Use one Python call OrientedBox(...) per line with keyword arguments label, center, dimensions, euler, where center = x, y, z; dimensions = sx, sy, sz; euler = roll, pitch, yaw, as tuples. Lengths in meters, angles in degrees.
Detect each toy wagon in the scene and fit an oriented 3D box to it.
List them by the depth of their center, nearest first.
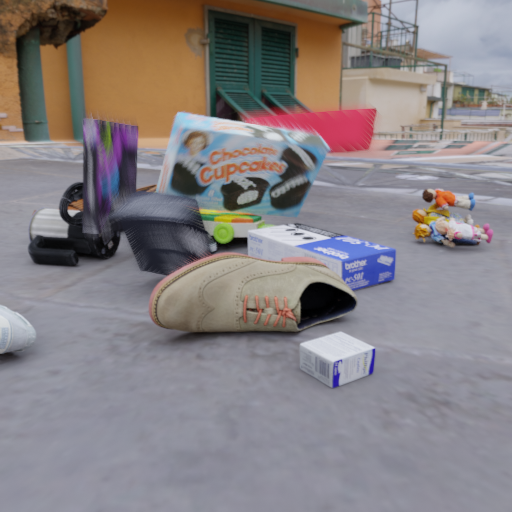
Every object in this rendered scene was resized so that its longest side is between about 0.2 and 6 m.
OrientedBox(label="toy wagon", center=(-0.565, -0.648, 12.065), dimensions=(2.560, 0.507, 1.987), euler=(5, 10, 13))

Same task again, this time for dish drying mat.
OrientedBox(label="dish drying mat", center=(1.159, -2.925, 13.519), dimensions=(3.354, 0.305, 1.288), euler=(2, 57, 26))

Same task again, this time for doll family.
OrientedBox(label="doll family", center=(4.083, -0.644, 12.123), dimensions=(1.356, 0.984, 2.184), euler=(7, 33, 0))

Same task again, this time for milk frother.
OrientedBox(label="milk frother", center=(-3.600, -0.689, 10.607), dimensions=(1.492, 1.587, 1.432), euler=(4, 20, 17))

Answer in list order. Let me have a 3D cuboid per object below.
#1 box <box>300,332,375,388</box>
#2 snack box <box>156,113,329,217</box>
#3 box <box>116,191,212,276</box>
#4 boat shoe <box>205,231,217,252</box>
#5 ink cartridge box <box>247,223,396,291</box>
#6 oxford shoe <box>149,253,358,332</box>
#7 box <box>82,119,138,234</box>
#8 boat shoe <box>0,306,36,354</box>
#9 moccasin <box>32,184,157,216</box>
OrientedBox(label="box", center=(0.896, 1.141, 6.209), dimensions=(0.628, 0.329, 0.578), euler=(-11, 18, -32))
OrientedBox(label="snack box", center=(-0.277, -1.764, 11.448), dimensions=(3.187, 1.851, 0.591), euler=(2, 41, -26))
OrientedBox(label="box", center=(-1.410, -0.317, 8.821), dimensions=(1.112, 1.221, 0.636), euler=(10, 44, 26))
OrientedBox(label="boat shoe", center=(-1.061, -0.297, 11.014), dimensions=(0.528, 0.436, 1.539), euler=(-1, 6, -1))
OrientedBox(label="ink cartridge box", center=(1.081, -0.039, 10.048), dimensions=(1.251, 0.588, 2.661), euler=(-11, 19, -33))
OrientedBox(label="oxford shoe", center=(0.053, 0.528, 7.253), dimensions=(2.815, 0.992, 1.053), euler=(-8, 20, -28))
OrientedBox(label="box", center=(-2.608, -1.421, 10.121), dimensions=(0.350, 1.941, 1.388), euler=(8, 11, 15))
OrientedBox(label="boat shoe", center=(-3.287, 0.890, 6.926), dimensions=(1.682, 0.587, 0.599), euler=(10, -5, 42))
OrientedBox(label="moccasin", center=(-3.531, -1.144, 12.886), dimensions=(3.185, 1.229, 1.165), euler=(-12, 19, -37))
